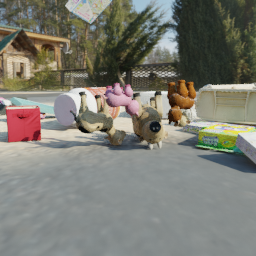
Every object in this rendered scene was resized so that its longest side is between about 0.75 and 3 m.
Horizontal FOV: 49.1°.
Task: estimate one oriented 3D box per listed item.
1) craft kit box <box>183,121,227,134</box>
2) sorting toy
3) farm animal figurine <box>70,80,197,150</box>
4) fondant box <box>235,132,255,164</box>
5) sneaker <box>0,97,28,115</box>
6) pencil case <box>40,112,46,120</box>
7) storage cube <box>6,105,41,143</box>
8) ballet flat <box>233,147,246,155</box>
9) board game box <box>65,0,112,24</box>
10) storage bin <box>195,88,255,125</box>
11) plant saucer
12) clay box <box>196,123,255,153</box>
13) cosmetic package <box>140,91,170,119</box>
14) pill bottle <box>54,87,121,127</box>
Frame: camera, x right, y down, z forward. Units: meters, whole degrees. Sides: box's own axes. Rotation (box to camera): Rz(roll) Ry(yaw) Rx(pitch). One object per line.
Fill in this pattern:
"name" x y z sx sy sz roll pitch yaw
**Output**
"craft kit box" 2.740 -0.001 9.437 1.266 0.311 1.282 -9 13 -33
"sorting toy" 4.885 -1.429 14.856 2.972 1.588 2.675 -5 3 -20
"farm animal figurine" 0.335 -0.181 7.397 2.947 1.537 2.915 -5 -4 12
"fondant box" 2.825 0.465 5.631 0.797 0.322 1.105 -2 26 -12
"sneaker" -6.378 -1.032 14.506 2.288 0.919 0.988 -7 -7 -45
"pencil case" -4.302 -0.604 12.025 1.439 0.629 0.629 -8 12 -42
"storage cube" -3.067 -0.146 8.225 0.912 0.959 1.067 -4 11 -22
"ballet flat" 2.829 0.472 6.335 0.848 0.298 0.285 9 19 26
"board game box" -1.323 -4.384 9.817 1.198 0.305 1.781 -42 -3 15
"storage bin" 4.190 -0.807 10.641 2.526 1.192 2.544 8 6 36
"plant saucer" -3.856 -0.912 12.426 0.912 0.248 2.610 29 9 34
"clay box" 2.640 0.230 7.506 1.064 0.441 1.851 8 12 35
"cosmetic package" 1.614 -1.173 13.674 1.495 1.179 2.779 5 9 16
"pill bottle" -1.472 -0.788 10.481 1.447 1.447 2.580 5 10 29
